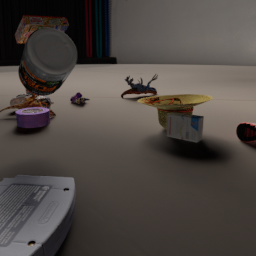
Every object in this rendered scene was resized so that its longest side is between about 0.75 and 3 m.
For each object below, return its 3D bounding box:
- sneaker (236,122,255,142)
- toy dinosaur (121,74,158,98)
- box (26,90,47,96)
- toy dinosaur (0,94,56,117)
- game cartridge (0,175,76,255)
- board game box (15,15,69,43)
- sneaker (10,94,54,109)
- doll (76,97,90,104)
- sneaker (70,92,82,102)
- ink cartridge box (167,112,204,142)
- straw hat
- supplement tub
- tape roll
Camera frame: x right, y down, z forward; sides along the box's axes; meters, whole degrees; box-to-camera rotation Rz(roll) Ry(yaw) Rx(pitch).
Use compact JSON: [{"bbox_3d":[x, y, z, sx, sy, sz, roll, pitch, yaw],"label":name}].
[{"bbox_3d":[4.855,0.197,9.408,0.992,0.843,2.286,-9,18,-30],"label":"sneaker"},{"bbox_3d":[0.872,-2.626,19.005,2.451,2.700,1.418,33,-5,-30],"label":"toy dinosaur"},{"bbox_3d":[-5.887,-2.436,18.095,1.013,0.913,1.801,0,17,-5],"label":"box"},{"bbox_3d":[-4.840,-1.061,13.506,2.869,0.867,1.524,3,23,7],"label":"toy dinosaur"},{"bbox_3d":[-1.995,1.676,5.061,1.858,0.564,2.787,-1,16,7],"label":"game cartridge"},{"bbox_3d":[-3.272,-3.707,10.636,1.676,0.388,1.269,-15,-8,-39],"label":"board game box"},{"bbox_3d":[-4.948,-1.324,14.564,2.115,0.795,1.215,-6,15,-31],"label":"sneaker"},{"bbox_3d":[-2.677,-1.639,16.501,0.855,0.304,1.253,-10,11,-2],"label":"doll"},{"bbox_3d":[-3.093,-1.786,16.563,0.971,0.390,0.429,-20,25,41],"label":"sneaker"},{"bbox_3d":[2.057,-0.057,10.171,1.222,0.883,0.517,12,20,34],"label":"ink cartridge box"},{"bbox_3d":[1.887,-0.575,11.284,2.965,1.255,2.965,-3,13,1],"label":"straw hat"},{"bbox_3d":[-2.730,-2.013,9.238,1.556,1.556,2.539,-9,-8,-28],"label":"supplement tub"},{"bbox_3d":[-4.089,-0.468,12.089,1.380,0.586,1.380,0,16,0],"label":"tape roll"}]
